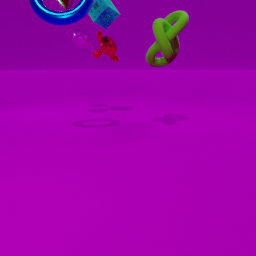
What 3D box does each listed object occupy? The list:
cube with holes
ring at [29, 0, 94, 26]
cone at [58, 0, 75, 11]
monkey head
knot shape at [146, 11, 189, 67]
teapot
[{"bbox_3d":[-0.870,-3.974,9.518,0.709,0.709,0.709,-39,-21,23],"label":"cube with holes"},{"bbox_3d":[-1.594,-3.198,6.726,1.571,1.571,0.314,0,-11,-1],"label":"ring"},{"bbox_3d":[-2.155,-4.336,8.776,0.959,0.956,0.956,26,9,-12],"label":"cone"},{"bbox_3d":[-0.890,-2.981,10.564,0.919,1.277,0.770,-37,18,-5],"label":"monkey head"},{"bbox_3d":[1.158,-2.654,8.087,0.807,1.633,1.745,23,-9,9],"label":"knot shape"},{"bbox_3d":[-1.807,-3.441,11.043,1.345,0.659,0.836,32,21,-15],"label":"teapot"}]
